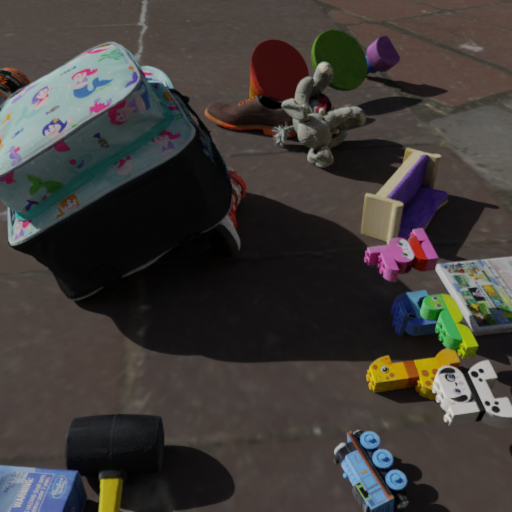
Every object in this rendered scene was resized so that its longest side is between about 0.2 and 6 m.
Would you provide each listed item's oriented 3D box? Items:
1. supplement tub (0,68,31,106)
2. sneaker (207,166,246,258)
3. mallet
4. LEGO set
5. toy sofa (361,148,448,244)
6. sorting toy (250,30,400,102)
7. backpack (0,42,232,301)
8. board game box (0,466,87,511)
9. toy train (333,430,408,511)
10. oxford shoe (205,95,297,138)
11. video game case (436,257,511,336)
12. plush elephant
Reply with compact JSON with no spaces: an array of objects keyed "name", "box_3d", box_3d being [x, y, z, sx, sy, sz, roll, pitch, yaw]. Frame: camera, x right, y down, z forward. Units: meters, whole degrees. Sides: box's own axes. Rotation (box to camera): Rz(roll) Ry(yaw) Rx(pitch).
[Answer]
[{"name":"supplement tub","box_3d":[-5.595,-3.313,12.122,1.113,1.113,1.817,2,39,2]},{"name":"sneaker","box_3d":[-0.560,-0.876,9.342,1.183,0.737,2.208,-28,43,-20]},{"name":"mallet","box_3d":[-1.226,2.785,5.055,1.008,0.630,3.061,-6,43,-11]},{"name":"LEGO set","box_3d":[1.879,1.040,6.847,1.138,1.058,2.773,-7,46,-4]},{"name":"toy sofa","box_3d":[2.612,-1.008,9.503,0.957,0.813,1.962,21,43,26]},{"name":"sorting toy","box_3d":[1.457,-4.372,13.526,4.302,1.492,1.482,-20,-2,-28]},{"name":"backpack","box_3d":[-2.309,-1.507,8.544,3.183,2.700,3.586,-30,35,4]},{"name":"board game box","box_3d":[-3.084,2.942,4.675,2.531,0.552,2.543,2,34,4]},{"name":"toy train","box_3d":[1.174,2.245,5.812,0.527,0.400,0.922,-20,42,-14]},{"name":"oxford shoe","box_3d":[-0.097,-3.189,12.221,2.177,0.789,0.775,12,40,15]},{"name":"video game case","box_3d":[3.471,0.547,8.097,1.276,0.154,1.399,-5,40,-7]},{"name":"plush elephant","box_3d":[1.260,-2.648,11.022,1.920,1.581,1.487,-34,27,4]}]
